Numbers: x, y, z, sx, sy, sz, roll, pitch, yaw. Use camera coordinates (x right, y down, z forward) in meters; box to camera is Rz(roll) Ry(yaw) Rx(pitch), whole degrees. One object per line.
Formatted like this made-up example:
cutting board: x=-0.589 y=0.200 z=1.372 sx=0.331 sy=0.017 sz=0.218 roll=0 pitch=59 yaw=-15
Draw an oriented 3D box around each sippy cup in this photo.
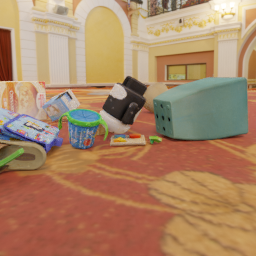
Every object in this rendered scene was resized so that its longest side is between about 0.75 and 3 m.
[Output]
sippy cup: x=-1.337 y=0.054 z=8.318 sx=1.042 sy=0.973 sz=1.327 roll=-14 pitch=34 yaw=-44

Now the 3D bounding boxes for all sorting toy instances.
sorting toy: x=0.253 y=0.340 z=9.098 sx=1.623 sy=0.239 sz=1.200 roll=-2 pitch=10 yaw=-1

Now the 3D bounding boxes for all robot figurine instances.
robot figurine: x=-0.142 y=-0.721 z=9.237 sx=1.195 sy=1.915 sz=1.439 roll=32 pitch=7 yaw=15

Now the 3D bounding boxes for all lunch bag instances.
lunch bag: x=-3.223 y=0.228 z=8.070 sx=2.632 sy=1.238 sz=1.982 roll=12 pitch=9 yaw=-7

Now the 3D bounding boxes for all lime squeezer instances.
lime squeezer: x=-3.202 y=0.678 z=5.529 sx=2.646 sy=0.934 sz=0.499 roll=7 pitch=-5 yaw=14

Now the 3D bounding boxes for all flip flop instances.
flip flop: x=-2.865 y=0.691 z=6.030 sx=2.120 sy=0.860 sz=0.610 roll=3 pitch=21 yaw=-14

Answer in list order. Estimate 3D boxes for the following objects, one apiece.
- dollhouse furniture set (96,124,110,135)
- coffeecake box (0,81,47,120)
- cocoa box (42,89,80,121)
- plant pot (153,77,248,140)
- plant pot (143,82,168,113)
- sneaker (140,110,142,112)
dollhouse furniture set: x=-0.918 y=-0.718 z=11.023 sx=1.041 sy=1.656 sz=1.872 roll=7 pitch=11 yaw=36
coffeecake box: x=-5.126 y=-1.228 z=13.127 sx=0.904 sy=1.900 sz=2.475 roll=8 pitch=13 yaw=36
cocoa box: x=-3.141 y=-1.049 z=13.136 sx=1.374 sy=0.916 sz=0.901 roll=-17 pitch=26 yaw=35
plant pot: x=2.453 y=-0.640 z=10.002 sx=2.829 sy=1.999 sz=1.998 roll=-12 pitch=14 yaw=-21
plant pot: x=1.755 y=-1.552 z=16.257 sx=1.834 sy=1.834 sz=1.231 roll=-8 pitch=52 yaw=-37
sneaker: x=-0.265 y=-0.798 z=13.808 sx=2.324 sy=0.896 sz=0.848 roll=-23 pitch=-22 yaw=-29
